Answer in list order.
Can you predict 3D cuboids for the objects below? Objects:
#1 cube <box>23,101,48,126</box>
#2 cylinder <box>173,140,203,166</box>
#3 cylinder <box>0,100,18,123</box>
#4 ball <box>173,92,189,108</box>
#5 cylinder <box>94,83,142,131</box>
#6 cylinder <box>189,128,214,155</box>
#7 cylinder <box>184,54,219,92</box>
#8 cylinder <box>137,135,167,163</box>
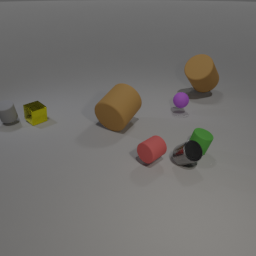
[{"bbox_3d":[-3.895,-0.633,11.797,0.700,0.700,0.700,32,41,33],"label":"cube"},{"bbox_3d":[1.887,0.803,8.903,0.700,0.700,0.700,-14,-11,-25],"label":"cylinder"},{"bbox_3d":[-4.965,-0.665,11.486,0.700,0.700,0.700,-1,43,1],"label":"cylinder"},{"bbox_3d":[2.353,-1.233,12.435,0.700,0.700,0.700,0,28,0],"label":"ball"},{"bbox_3d":[-0.379,-0.828,11.125,1.400,1.400,1.400,16,48,28],"label":"cylinder"},{"bbox_3d":[2.472,0.470,9.639,0.700,0.700,0.700,14,32,-9],"label":"cylinder"},{"bbox_3d":[3.650,-2.673,13.810,1.400,1.400,1.400,21,-8,34],"label":"cylinder"},{"bbox_3d":[0.764,0.678,8.980,0.700,0.700,0.700,24,37,38],"label":"cylinder"}]
